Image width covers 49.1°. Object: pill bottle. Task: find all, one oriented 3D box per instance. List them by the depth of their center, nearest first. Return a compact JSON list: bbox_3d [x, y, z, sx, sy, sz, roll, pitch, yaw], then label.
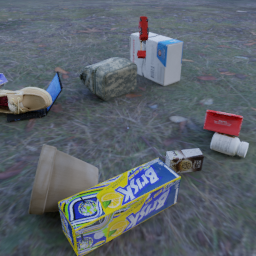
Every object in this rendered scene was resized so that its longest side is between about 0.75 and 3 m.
[{"bbox_3d":[3.022,0.514,8.336,0.983,0.562,0.562,18,36,27],"label":"pill bottle"}]

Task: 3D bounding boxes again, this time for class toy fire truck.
[{"bbox_3d":[0.607,-3.767,11.703,0.355,1.027,1.456,1,69,-7],"label":"toy fire truck"}]

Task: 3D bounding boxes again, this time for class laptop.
[{"bbox_3d":[-3.588,-1.266,10.742,2.105,1.087,1.866,-9,32,-14],"label":"laptop"}]

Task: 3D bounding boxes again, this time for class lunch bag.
[{"bbox_3d":[-0.812,-2.233,11.944,2.043,1.423,1.713,-28,48,-36],"label":"lunch bag"}]

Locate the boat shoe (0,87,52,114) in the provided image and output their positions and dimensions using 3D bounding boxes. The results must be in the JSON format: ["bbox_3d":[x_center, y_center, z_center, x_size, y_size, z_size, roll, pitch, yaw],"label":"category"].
[{"bbox_3d":[-4.024,-0.887,10.162,2.584,0.953,0.894,-1,33,18],"label":"boat shoe"}]

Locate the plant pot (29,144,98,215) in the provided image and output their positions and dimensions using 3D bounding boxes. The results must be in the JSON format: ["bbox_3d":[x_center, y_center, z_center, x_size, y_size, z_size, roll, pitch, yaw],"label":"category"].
[{"bbox_3d":[-1.438,1.269,6.461,1.349,1.555,1.555,12,30,-13],"label":"plant pot"}]

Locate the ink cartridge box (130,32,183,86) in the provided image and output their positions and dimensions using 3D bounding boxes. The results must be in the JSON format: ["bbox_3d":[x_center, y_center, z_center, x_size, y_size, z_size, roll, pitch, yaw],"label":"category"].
[{"bbox_3d":[1.282,-3.400,13.432,1.104,1.896,2.622,-21,37,-30],"label":"ink cartridge box"}]

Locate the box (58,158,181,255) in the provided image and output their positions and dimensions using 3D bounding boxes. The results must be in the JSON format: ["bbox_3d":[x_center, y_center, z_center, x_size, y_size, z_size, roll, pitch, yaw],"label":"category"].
[{"bbox_3d":[-0.106,1.639,6.157,2.628,0.921,0.845,-20,39,-29],"label":"box"}]

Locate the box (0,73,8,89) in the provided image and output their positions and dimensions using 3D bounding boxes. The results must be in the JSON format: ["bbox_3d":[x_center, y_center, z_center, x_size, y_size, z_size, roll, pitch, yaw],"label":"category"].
[{"bbox_3d":[-5.438,-1.403,10.569,2.051,0.425,1.221,-21,14,41],"label":"box"}]

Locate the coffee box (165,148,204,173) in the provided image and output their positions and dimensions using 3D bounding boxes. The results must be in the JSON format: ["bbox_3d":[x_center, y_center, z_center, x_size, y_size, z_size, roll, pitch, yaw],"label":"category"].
[{"bbox_3d":[1.545,0.915,7.713,0.951,0.537,0.380,-6,33,-8],"label":"coffee box"}]

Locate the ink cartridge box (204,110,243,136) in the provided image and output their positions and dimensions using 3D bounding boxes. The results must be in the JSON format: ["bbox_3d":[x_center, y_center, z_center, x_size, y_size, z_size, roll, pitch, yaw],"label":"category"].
[{"bbox_3d":[2.959,-0.177,8.725,1.046,0.605,1.801,12,7,20],"label":"ink cartridge box"}]
